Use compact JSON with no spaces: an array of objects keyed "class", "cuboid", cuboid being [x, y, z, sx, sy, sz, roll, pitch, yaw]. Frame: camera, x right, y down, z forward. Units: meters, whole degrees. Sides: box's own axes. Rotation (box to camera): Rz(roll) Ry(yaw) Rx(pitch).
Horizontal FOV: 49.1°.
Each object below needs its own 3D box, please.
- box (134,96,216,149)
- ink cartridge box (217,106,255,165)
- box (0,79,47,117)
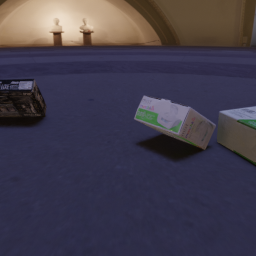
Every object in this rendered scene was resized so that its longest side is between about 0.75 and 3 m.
[{"class":"box","cuboid":[1.144,-0.164,6.850,1.459,0.705,1.287,22,-1,45]},{"class":"ink cartridge box","cuboid":[3.471,0.053,6.737,2.076,0.862,1.522,-8,21,-16]},{"class":"box","cuboid":[-3.657,-0.883,8.666,1.912,1.508,0.476,-1,64,-1]}]
